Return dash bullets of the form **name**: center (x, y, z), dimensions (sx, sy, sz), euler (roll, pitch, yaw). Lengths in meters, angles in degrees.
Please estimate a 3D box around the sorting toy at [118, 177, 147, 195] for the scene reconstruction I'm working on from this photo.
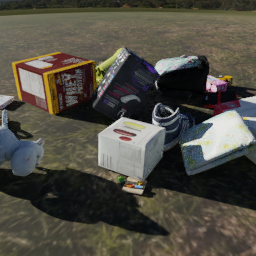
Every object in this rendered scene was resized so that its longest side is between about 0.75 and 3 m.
- **sorting toy**: center (0.072, 1.677, 8.389), dimensions (0.890, 0.131, 0.658), euler (8, 27, 14)

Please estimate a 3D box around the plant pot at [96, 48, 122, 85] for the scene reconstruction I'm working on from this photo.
- **plant pot**: center (-0.710, -3.049, 15.332), dimensions (1.917, 2.085, 2.085), euler (-33, 41, -28)

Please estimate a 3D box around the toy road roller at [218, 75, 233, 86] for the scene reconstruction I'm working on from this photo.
- **toy road roller**: center (5.381, -2.564, 15.715), dimensions (0.863, 0.531, 0.630), euler (12, 43, 30)

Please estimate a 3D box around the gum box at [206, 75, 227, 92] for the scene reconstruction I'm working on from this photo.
- **gum box**: center (4.637, -2.392, 15.388), dimensions (0.840, 0.490, 1.480), euler (-14, 32, -25)

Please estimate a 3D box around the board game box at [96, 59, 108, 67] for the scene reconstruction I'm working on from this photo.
- **board game box**: center (-1.116, -4.341, 19.067), dimensions (2.520, 0.355, 1.704), euler (-15, 32, -25)

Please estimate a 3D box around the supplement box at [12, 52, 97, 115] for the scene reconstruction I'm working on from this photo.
- **supplement box**: center (-3.522, -2.342, 13.830), dimensions (2.862, 1.901, 2.823), euler (23, 36, 35)

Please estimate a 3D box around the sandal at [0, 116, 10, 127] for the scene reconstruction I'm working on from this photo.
- **sandal**: center (-5.204, -0.171, 11.399), dimensions (0.710, 0.474, 1.738), euler (-5, 29, -8)

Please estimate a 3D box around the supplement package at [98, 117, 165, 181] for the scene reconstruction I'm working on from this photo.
- **supplement package**: center (0.136, 0.611, 9.168), dimensions (1.651, 1.214, 1.579), euler (15, 30, 24)

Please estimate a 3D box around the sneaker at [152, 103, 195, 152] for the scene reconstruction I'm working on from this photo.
- **sneaker**: center (1.788, -0.365, 10.612), dimensions (0.986, 1.526, 2.814), euler (15, 33, 32)

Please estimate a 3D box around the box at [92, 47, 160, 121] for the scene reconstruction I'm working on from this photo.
- **box**: center (-0.160, -1.755, 11.671), dimensions (1.603, 2.622, 1.390), euler (29, 19, -24)

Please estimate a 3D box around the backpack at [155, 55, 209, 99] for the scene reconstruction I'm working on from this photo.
- **backpack**: center (2.566, -2.543, 13.922), dimensions (2.566, 2.142, 1.624), euler (-7, 42, 1)

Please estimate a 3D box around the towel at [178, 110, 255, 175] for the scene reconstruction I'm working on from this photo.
- **towel**: center (2.799, 0.451, 9.149), dimensions (2.311, 0.556, 1.978), euler (-27, 28, 18)

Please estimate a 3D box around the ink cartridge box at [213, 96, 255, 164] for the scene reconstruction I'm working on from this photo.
- **ink cartridge box**: center (4.811, 0.023, 10.239), dimensions (2.153, 1.249, 2.917), euler (-10, 32, -15)

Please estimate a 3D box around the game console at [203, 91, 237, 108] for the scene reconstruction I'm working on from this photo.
- **game console**: center (4.550, -1.392, 13.805), dimensions (1.588, 0.279, 1.796), euler (-1, 27, 19)

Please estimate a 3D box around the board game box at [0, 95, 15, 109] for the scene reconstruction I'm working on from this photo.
- **board game box**: center (-6.313, -1.299, 13.690), dimensions (1.054, 0.230, 1.060), euler (7, 30, 13)

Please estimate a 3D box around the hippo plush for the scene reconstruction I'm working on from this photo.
- **hippo plush**: center (-3.665, 0.894, 8.827), dimensions (1.772, 1.755, 2.204), euler (23, 25, -11)
